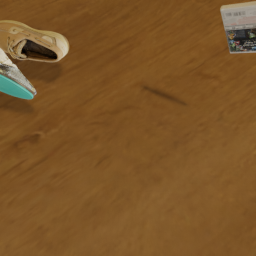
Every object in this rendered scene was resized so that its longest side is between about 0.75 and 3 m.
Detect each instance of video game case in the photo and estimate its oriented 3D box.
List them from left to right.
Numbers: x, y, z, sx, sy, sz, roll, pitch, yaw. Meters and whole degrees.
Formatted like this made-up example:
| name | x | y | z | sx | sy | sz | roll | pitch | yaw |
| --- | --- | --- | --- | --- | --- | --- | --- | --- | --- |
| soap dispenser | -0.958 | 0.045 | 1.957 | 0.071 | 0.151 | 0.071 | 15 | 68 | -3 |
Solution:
| name | x | y | z | sx | sy | sz | roll | pitch | yaw |
| --- | --- | --- | --- | --- | --- | --- | --- | --- | --- |
| video game case | 2.247 | -1.725 | 4.841 | 1.110 | 1.009 | 0.130 | 8 | 59 | 36 |

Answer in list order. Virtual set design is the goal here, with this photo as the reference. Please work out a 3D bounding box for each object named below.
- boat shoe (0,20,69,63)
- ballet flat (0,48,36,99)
| name | x | y | z | sx | sy | sz | roll | pitch | yaw |
| --- | --- | --- | --- | --- | --- | --- | --- | --- | --- |
| boat shoe | -2.742 | -2.192 | 7.209 | 2.323 | 0.828 | 0.749 | 9 | 42 | 6 |
| ballet flat | -3.117 | -1.409 | 5.936 | 2.607 | 0.938 | 0.938 | 19 | 57 | -39 |
